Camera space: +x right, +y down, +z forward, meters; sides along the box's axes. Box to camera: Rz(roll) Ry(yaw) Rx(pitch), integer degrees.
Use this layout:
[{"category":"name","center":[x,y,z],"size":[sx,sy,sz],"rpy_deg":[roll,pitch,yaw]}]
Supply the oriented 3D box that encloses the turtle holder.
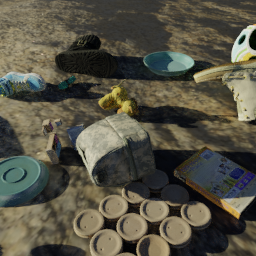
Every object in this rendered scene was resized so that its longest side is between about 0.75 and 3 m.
[{"category":"turtle holder","center":[5.026,-2.875,11.158],"size":[2.058,1.923,2.708],"rpy_deg":[43,96,21]}]

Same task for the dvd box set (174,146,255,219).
[{"category":"dvd box set","center":[2.406,1.329,7.358],"size":[1.426,0.287,1.949],"rpy_deg":[-29,46,-34]}]

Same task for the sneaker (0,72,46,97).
[{"category":"sneaker","center":[-4.313,-1.608,10.987],"size":[2.012,0.800,1.314],"rpy_deg":[8,35,25]}]

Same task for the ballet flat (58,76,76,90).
[{"category":"ballet flat","center":[-2.606,-1.870,11.737],"size":[0.373,0.373,1.022],"rpy_deg":[23,48,28]}]

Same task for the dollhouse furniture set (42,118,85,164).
[{"category":"dollhouse furniture set","center":[-1.681,0.320,8.000],"size":[1.225,1.156,0.799],"rpy_deg":[-12,37,3]}]

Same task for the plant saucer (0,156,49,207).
[{"category":"plant saucer","center":[-3.019,1.311,7.431],"size":[1.783,0.244,1.783],"rpy_deg":[0,37,0]}]

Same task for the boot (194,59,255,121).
[{"category":"boot","center":[3.584,-1.182,9.341],"size":[2.556,1.976,0.921],"rpy_deg":[-7,13,13]}]

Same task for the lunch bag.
[{"category":"lunch bag","center":[-0.410,0.583,7.344],"size":[1.647,1.368,1.963],"rpy_deg":[-18,29,-14]}]

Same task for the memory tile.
[{"category":"memory tile","center":[0.356,2.090,6.348],"size":[2.756,0.231,2.112],"rpy_deg":[-25,42,-31]}]

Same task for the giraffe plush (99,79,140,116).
[{"category":"giraffe plush","center":[-0.153,-0.837,9.801],"size":[1.135,1.400,1.208],"rpy_deg":[52,40,9]}]

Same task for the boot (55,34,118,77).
[{"category":"boot","center":[-1.626,-3.494,13.187],"size":[3.123,1.175,2.335],"rpy_deg":[12,38,16]}]

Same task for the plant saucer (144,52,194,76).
[{"category":"plant saucer","center":[1.894,-2.970,13.128],"size":[2.339,0.420,2.339],"rpy_deg":[0,35,0]}]
